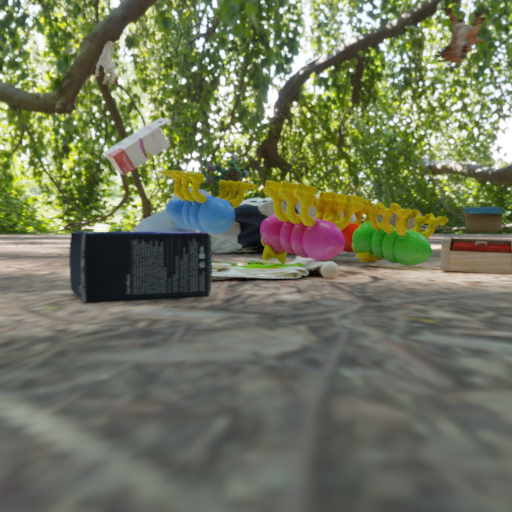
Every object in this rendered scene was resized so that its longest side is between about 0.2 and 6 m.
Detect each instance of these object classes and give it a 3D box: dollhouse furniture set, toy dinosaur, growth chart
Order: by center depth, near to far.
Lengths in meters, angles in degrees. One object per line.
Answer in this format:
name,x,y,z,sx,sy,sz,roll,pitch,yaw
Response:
dollhouse furniture set,3.270,-0.478,6.648,2.009,1.416,1.408,2,4,22
growth chart,-0.475,0.113,6.651,2.877,0.255,2.082,1,3,-15
toy dinosaur,3.120,-3.239,8.563,0.543,0.857,1.265,15,13,29

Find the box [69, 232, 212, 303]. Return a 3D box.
box,-0.977,0.065,4.649,1.027,0.536,0.760,-1,4,-26

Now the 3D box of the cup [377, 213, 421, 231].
cup,2.965,-0.463,11.899,1.107,0.792,1.107,-2,-6,0

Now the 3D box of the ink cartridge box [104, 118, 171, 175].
ink cartridge box,-2.812,-2.737,13.889,1.709,0.577,0.995,-36,28,-12

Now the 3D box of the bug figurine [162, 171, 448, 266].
bug figurine,0.708,-0.403,8.054,3.958,1.018,3.069,6,4,-38

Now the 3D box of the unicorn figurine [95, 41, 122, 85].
unicorn figurine,-3.386,-4.383,12.771,0.430,0.800,1.164,13,-2,-15

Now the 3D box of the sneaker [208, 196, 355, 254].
sneaker,0.551,-0.749,12.576,3.329,1.329,2.166,-10,10,12

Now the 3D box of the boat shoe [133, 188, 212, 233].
boat shoe,-1.300,-0.293,8.792,0.888,0.822,2.406,11,28,2

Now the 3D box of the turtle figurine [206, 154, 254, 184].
turtle figurine,-0.727,-2.375,16.048,1.410,1.056,0.710,-1,28,-8
